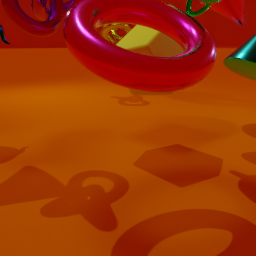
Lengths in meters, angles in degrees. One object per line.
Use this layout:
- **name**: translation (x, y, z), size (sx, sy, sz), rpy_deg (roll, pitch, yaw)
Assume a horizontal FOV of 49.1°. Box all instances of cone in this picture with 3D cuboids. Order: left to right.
- **cone**: translation (2.313, -2.707, 6.219), size (1.083, 1.087, 1.083), rpy_deg (-32, 32, 23)
- **cone**: translation (3.554, -2.203, 7.420), size (1.505, 1.511, 1.505), rpy_deg (24, 3, -1)

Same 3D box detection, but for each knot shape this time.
- **knot shape**: translation (-1.398, -2.204, 4.647), size (0.727, 1.574, 1.473), rpy_deg (24, 67, 15)
- **knot shape**: translation (-0.453, -3.627, 11.359), size (1.929, 1.805, 0.892), rpy_deg (36, 66, 10)

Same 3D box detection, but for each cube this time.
- **cube**: translation (0.518, -1.448, 5.757), size (1.127, 1.127, 1.127), rpy_deg (5, 48, 48)

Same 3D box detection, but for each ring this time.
- **ring**: translation (0.170, -1.159, 3.577), size (1.952, 0.390, 1.952), rpy_deg (8, 46, -8)

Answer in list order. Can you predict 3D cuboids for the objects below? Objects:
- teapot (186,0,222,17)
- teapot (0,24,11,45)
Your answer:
- **teapot**: translation (1.462, -2.955, 4.854), size (1.268, 2.039, 0.998), rpy_deg (-19, 48, -38)
- **teapot**: translation (-3.456, -2.280, 6.220), size (1.671, 0.818, 1.039), rpy_deg (8, 21, -19)
